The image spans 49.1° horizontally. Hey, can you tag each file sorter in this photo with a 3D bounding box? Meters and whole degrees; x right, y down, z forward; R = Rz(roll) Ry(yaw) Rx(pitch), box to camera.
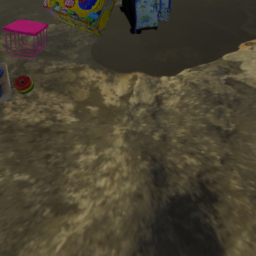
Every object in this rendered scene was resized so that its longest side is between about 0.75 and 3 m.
[{"bbox_3d":[-2.557,-2.261,7.133,0.755,0.681,1.086,9,31,-2],"label":"file sorter"}]

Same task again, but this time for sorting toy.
[{"bbox_3d":[-2.333,-0.674,4.366,1.610,0.272,0.776,-20,59,-4],"label":"sorting toy"}]

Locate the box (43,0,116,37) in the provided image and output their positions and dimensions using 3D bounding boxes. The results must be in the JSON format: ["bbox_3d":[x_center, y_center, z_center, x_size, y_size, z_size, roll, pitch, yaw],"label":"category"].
[{"bbox_3d":[-1.275,-3.813,8.089,1.612,1.021,1.674,22,92,5],"label":"box"}]

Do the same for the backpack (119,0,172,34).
[{"bbox_3d":[0.479,-3.805,7.750,1.301,1.770,1.620,-14,53,-6],"label":"backpack"}]
